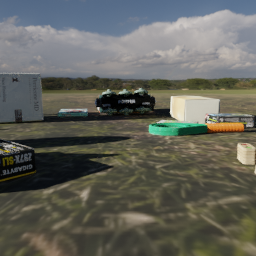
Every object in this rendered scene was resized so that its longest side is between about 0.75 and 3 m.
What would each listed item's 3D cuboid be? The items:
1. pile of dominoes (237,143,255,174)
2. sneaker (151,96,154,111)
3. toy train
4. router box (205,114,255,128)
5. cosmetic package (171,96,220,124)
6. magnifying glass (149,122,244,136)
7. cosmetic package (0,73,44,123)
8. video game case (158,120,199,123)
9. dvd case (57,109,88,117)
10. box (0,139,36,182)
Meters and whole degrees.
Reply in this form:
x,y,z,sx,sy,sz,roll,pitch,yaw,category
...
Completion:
x,y,z,sx,sy,sz,roll,pitch,yaw,category
3.124,0.513,5.149,2.007,0.320,1.564,1,9,7,pile of dominoes
0.972,-1.328,15.650,0.993,0.831,2.244,1,-1,4,sneaker
-0.153,-1.203,13.801,2.946,1.255,1.679,-3,-3,-7,toy train
3.534,-0.262,9.791,1.373,0.427,1.029,-1,9,-7,router box
2.671,-0.802,11.582,1.397,0.944,2.656,-1,9,-4,cosmetic package
2.089,0.017,8.590,2.898,0.325,1.154,-3,9,-5,magnifying glass
-4.743,-1.255,11.344,2.304,1.899,1.901,-5,10,-22,cosmetic package
1.694,-0.120,9.735,1.366,0.151,1.243,3,9,20,video game case
-2.678,-0.765,13.778,1.389,0.209,1.903,-1,8,-7,dvd case
-2.659,0.528,4.664,1.832,0.452,1.463,8,13,40,box
